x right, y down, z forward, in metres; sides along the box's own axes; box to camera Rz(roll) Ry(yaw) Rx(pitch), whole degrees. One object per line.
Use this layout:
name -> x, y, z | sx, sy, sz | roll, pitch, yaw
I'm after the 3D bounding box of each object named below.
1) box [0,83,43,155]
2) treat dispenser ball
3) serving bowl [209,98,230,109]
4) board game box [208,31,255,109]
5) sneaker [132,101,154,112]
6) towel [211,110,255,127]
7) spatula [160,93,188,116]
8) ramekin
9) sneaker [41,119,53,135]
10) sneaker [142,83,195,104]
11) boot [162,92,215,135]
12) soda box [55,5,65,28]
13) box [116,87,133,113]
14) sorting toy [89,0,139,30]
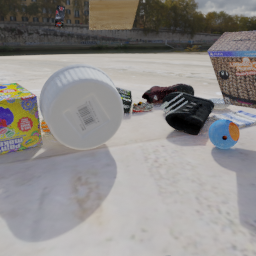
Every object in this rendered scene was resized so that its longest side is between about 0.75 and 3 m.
box -> -4.733, -0.311, 9.294 | 2.873, 1.753, 2.767 | -13, 24, -32
treat dispenser ball -> 3.103, 0.192, 9.063 | 0.965, 0.965, 0.965 | 0, 19, 0
serving bowl -> 4.499, -1.182, 13.933 | 1.163, 0.382, 1.163 | 1, 19, 0
board game box -> 4.059, -1.910, 9.365 | 1.146, 2.366, 1.887 | -46, 35, -21
sneaker -> 0.739, -1.045, 13.402 | 1.141, 0.469, 0.444 | -10, 21, -28
towel -> 4.711, -0.409, 11.924 | 1.937, 0.231, 1.423 | -10, 22, -26
spatula -> 2.037, -1.040, 12.436 | 1.166, 0.094, 0.811 | -36, 44, 15
ramekin -> -1.410, -0.593, 8.935 | 2.643, 2.643, 1.289 | -7, 28, -19
sneaker -> -1.985, -0.353, 10.415 | 2.321, 0.900, 1.300 | -2, 16, 23
sneaker -> 1.929, -1.628, 14.568 | 2.769, 1.048, 1.599 | 2, 21, 40
boot -> 2.182, -0.659, 11.749 | 2.429, 0.967, 2.947 | 7, 24, 25
soda box -> -2.566, -4.217, 10.574 | 0.329, 0.295, 0.930 | 6, 56, -17
box -> -1.184, -1.683, 14.074 | 2.797, 0.665, 2.702 | 14, 20, -6
sorting toy -> -0.449, -3.295, 7.776 | 1.275, 0.444, 1.268 | -4, -14, -9
